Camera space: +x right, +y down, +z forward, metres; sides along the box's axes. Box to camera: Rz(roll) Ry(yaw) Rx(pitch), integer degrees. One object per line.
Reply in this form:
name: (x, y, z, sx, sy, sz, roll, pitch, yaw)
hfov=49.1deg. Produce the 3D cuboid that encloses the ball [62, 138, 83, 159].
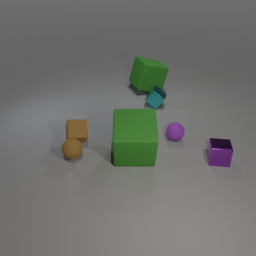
ball: (-1.893, 0.695, 9.489, 0.700, 0.700, 0.700, 0, 30, 0)

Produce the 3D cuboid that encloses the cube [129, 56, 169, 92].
cube: (1.074, -2.825, 14.850, 1.400, 1.400, 1.400, 4, 28, -26)

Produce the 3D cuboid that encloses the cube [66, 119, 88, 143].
cube: (-1.869, 0.124, 10.172, 0.700, 0.700, 0.700, -1, 72, -18)

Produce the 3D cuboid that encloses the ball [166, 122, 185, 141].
ball: (1.819, 0.131, 10.755, 0.700, 0.700, 0.700, 0, 30, 0)

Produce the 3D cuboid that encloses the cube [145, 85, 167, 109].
cube: (1.329, -1.468, 13.299, 0.700, 0.700, 0.700, 37, 32, -7)

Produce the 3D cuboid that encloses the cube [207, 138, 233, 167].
cube: (3.124, 0.830, 9.552, 0.700, 0.700, 0.700, 5, 30, 8)

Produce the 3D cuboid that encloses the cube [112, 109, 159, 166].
cube: (0.221, 0.324, 9.343, 1.400, 1.400, 1.400, 0, 50, 0)
